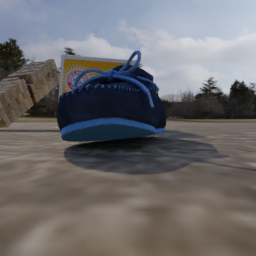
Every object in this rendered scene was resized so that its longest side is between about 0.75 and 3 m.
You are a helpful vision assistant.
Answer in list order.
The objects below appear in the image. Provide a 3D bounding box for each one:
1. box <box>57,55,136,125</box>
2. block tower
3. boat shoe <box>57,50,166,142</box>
[{"bbox_3d":[-0.666,-0.794,7.182,1.658,1.494,2.948,4,3,-2],"label":"box"},{"bbox_3d":[-2.905,-1.009,7.559,0.850,0.795,2.942,0,31,19],"label":"block tower"},{"bbox_3d":[-0.111,-0.262,2.739,0.901,0.735,2.142,-6,0,9],"label":"boat shoe"}]
